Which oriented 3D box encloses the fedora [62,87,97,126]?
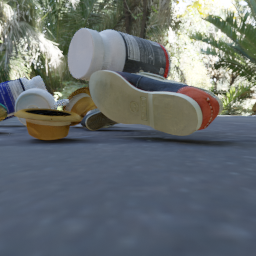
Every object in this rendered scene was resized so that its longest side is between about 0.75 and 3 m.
[{"bbox_3d":[-1.415,-0.587,9.032,0.618,1.515,1.515,31,19,28],"label":"fedora"}]

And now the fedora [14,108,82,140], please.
[{"bbox_3d":[-1.398,-0.060,4.925,1.146,0.467,1.146,6,10,-1],"label":"fedora"}]

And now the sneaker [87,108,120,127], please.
[{"bbox_3d":[-0.863,-0.254,8.890,0.644,0.612,1.601,-11,-8,29],"label":"sneaker"}]

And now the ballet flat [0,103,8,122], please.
[{"bbox_3d":[-3.594,-0.250,6.747,2.113,0.747,0.747,3,5,42],"label":"ballet flat"}]

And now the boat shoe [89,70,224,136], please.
[{"bbox_3d":[0.346,-0.562,5.166,2.739,0.975,0.857,19,33,41],"label":"boat shoe"}]

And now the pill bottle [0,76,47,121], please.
[{"bbox_3d":[-4.124,-1.086,10.208,2.248,1.301,1.301,-21,11,-20],"label":"pill bottle"}]

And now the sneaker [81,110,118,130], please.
[{"bbox_3d":[-0.565,-0.361,7.684,1.485,0.555,0.789,-17,12,-23],"label":"sneaker"}]

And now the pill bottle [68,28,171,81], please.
[{"bbox_3d":[-0.178,-1.654,7.048,2.400,1.390,1.390,0,2,-40],"label":"pill bottle"}]

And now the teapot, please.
[{"bbox_3d":[-2.490,-0.598,7.916,1.221,1.205,0.891,34,17,-7],"label":"teapot"}]
